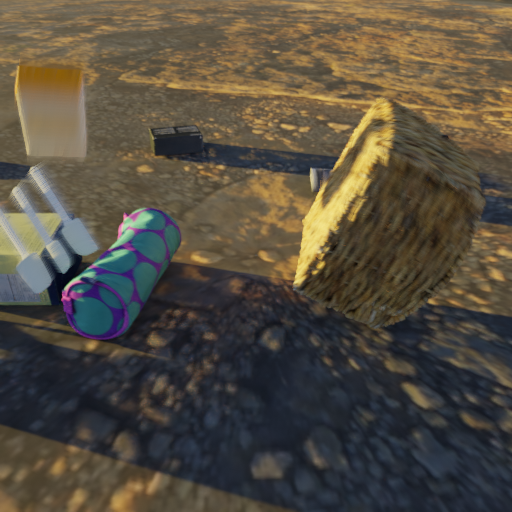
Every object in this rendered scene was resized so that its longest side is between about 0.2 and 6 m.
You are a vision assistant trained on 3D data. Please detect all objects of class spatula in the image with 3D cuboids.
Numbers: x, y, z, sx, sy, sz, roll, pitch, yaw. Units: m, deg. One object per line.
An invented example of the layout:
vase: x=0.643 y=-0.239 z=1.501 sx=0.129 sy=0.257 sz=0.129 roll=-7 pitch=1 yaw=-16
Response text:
spatula: x=-3.053 y=-0.386 z=7.816 sx=1.100 sy=0.127 sz=1.582 roll=-38 pitch=79 yaw=5

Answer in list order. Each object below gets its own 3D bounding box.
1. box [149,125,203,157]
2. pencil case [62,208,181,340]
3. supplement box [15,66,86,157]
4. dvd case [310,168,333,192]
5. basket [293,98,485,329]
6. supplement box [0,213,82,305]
box: x=-1.994 y=-2.879 z=13.950 sx=1.217 sy=0.480 sz=0.859 roll=-8 pitch=29 yaw=-14
pencil case: x=-1.958 y=0.168 z=8.404 sx=1.079 sy=0.993 sz=2.334 roll=19 pitch=33 yaw=3
supplement box: x=-3.139 y=-2.196 z=8.692 sx=0.914 sy=1.450 sz=0.533 roll=0 pitch=60 yaw=-15
dvd case: x=1.836 y=-1.562 z=11.845 sx=1.348 sy=0.167 sz=1.013 roll=5 pitch=29 yaw=0
basket: x=1.853 y=-0.536 z=7.751 sx=1.817 sy=2.545 sz=1.896 roll=24 pitch=35 yaw=-5
supplement box: x=-3.608 y=0.028 z=8.715 sx=1.349 sy=0.907 sz=1.351 roll=0 pitch=31 yaw=0
